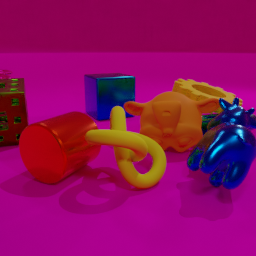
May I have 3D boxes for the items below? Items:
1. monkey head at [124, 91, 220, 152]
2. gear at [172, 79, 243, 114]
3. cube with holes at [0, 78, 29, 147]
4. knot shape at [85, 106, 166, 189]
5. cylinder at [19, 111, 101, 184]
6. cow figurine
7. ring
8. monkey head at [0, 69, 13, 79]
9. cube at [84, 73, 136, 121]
[{"bbox_3d":[0.809,-0.294,5.447,1.996,1.436,1.203,-1,52,12],"label":"monkey head"},{"bbox_3d":[1.895,-0.761,6.761,1.635,0.302,1.635,13,24,-6],"label":"gear"},{"bbox_3d":[-2.809,-0.361,6.100,1.157,1.157,1.157,-6,26,-18],"label":"cube with holes"},{"bbox_3d":[-0.067,0.234,4.131,1.367,0.632,1.279,51,11,26],"label":"knot shape"},{"bbox_3d":[-1.072,0.278,4.547,0.950,0.950,0.950,9,18,27],"label":"cylinder"},{"bbox_3d":[1.511,0.135,4.128,0.816,1.463,1.486,35,-6,4],"label":"cow figurine"},{"bbox_3d":[2.062,-0.109,6.457,1.744,0.349,1.744,-5,6,1],"label":"ring"},{"bbox_3d":[-3.946,-1.080,8.226,1.394,1.168,1.937,-1,35,-20],"label":"monkey head"},{"bbox_3d":[-0.559,-0.985,8.427,1.201,1.201,1.201,-8,18,-24],"label":"cube"}]
